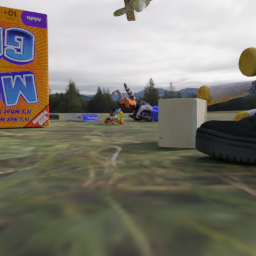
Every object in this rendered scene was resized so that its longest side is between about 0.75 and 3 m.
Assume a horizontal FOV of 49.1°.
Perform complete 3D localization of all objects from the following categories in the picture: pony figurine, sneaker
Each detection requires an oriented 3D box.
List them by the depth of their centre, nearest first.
[{"bbox_3d":[1.813,-0.360,2.298,2.451,1.279,0.736,1,3,8],"label":"sneaker"},{"bbox_3d":[2.526,-0.640,3.275,2.716,2.262,2.622,-11,-7,-6],"label":"pony figurine"}]

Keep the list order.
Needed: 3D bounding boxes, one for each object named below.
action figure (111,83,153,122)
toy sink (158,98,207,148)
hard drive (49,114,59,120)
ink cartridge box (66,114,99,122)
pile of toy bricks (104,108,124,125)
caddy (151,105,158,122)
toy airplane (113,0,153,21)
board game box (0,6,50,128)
[{"bbox_3d":[0.458,-0.888,11.359,1.975,1.068,2.042,30,-6,-27],"label":"action figure"},{"bbox_3d":[0.708,-0.078,3.589,0.491,0.571,0.877,1,4,23],"label":"toy sink"},{"bbox_3d":[-4.247,-0.539,13.568,1.627,0.268,1.135,-2,4,-24],"label":"hard drive"},{"bbox_3d":[-1.903,-0.445,11.898,0.787,0.310,1.583,-3,5,-45],"label":"ink cartridge box"},{"bbox_3d":[-0.332,-0.289,8.815,0.480,0.539,0.972,39,-23,-18],"label":"pile of toy bricks"},{"bbox_3d":[1.398,-0.521,11.138,1.092,0.573,0.772,1,27,10],"label":"caddy"},{"bbox_3d":[-0.082,-2.674,3.330,1.736,2.450,2.461,19,15,21],"label":"toy airplane"},{"bbox_3d":[-3.886,-1.463,7.472,2.831,2.830,2.829,-2,4,-30],"label":"board game box"}]
